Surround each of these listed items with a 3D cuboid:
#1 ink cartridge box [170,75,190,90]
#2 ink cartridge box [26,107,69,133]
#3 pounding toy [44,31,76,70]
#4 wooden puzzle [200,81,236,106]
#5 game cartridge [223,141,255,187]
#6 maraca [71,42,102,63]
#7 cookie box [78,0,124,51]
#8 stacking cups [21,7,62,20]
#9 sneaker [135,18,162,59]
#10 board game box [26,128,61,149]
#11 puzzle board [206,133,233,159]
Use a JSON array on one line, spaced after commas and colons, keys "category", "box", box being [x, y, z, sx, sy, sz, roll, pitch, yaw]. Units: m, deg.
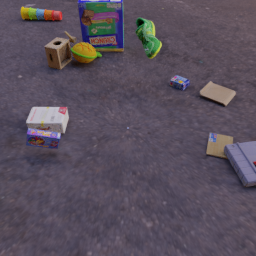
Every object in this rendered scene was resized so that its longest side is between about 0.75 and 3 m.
[{"category": "ink cartridge box", "box": [2.277, -1.927, 12.050, 0.786, 0.300, 0.536, 28, 50, 25]}, {"category": "ink cartridge box", "box": [-2.862, -0.292, 10.075, 1.265, 0.527, 0.918, 1, 42, 1]}, {"category": "pounding toy", "box": [-3.186, -3.906, 13.301, 0.783, 1.503, 1.710, 15, 44, 16]}, {"category": "wooden puzzle", "box": [3.696, -1.413, 11.569, 1.191, 0.222, 1.102, 31, 50, 23]}, {"category": "game cartridge", "box": [4.410, 0.998, 8.708, 2.375, 0.456, 1.540, -7, 40, -10]}, {"category": "maraca", "box": [-2.013, -3.655, 13.556, 1.186, 0.925, 1.729, 34, 29, 16]}, {"category": "cookie box", "box": [-1.261, -5.127, 13.910, 2.131, 2.491, 0.936, 0, 44, 2]}, {"category": "stacking cups", "box": [-5.344, -7.110, 17.415, 2.423, 0.733, 0.733, 2, 42, 1]}, {"category": "sneaker", "box": [0.663, -3.395, 10.579, 0.850, 0.753, 2.033, 16, 46, -34]}, {"category": "board game box", "box": [-2.648, 0.353, 8.761, 0.975, 0.656, 0.218, 10, 52, -17]}, {"category": "puzzle board", "box": [3.099, 0.600, 9.435, 0.804, 0.093, 1.067, 11, 43, 14]}]
